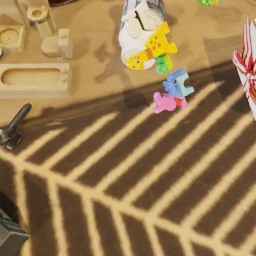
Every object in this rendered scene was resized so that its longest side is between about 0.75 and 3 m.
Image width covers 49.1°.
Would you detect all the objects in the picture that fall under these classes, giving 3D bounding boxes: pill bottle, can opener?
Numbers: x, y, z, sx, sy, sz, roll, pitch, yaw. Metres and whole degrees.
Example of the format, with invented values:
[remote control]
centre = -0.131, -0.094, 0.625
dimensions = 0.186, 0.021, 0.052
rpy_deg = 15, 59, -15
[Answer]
[pill bottle]
centre = 0.421, -3.003, 8.639
dimensions = 1.341, 1.341, 2.243
rpy_deg = 7, 66, 3
[can opener]
centre = -3.176, -0.101, 7.892
dimensions = 0.459, 0.570, 1.450
rpy_deg = -4, 54, 42

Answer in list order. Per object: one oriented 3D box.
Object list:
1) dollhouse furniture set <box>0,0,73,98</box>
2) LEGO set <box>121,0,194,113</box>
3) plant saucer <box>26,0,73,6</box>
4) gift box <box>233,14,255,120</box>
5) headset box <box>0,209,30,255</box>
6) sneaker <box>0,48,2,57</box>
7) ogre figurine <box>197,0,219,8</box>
[dollhouse furniture set]
centre = -3.077, -2.654, 7.944
dimensions = 2.701, 2.314, 2.840
rpy_deg = -1, 66, 0
[LEGO set]
centre = 0.461, -1.222, 5.511
dimensions = 0.970, 0.901, 2.363
rpy_deg = -28, 105, -7
[plant saucer]
centre = -2.313, -4.467, 8.922
dimensions = 2.461, 2.461, 0.395
rpy_deg = -15, 93, -7
[gift box]
centre = 4.205, -1.760, 7.386
dimensions = 2.356, 2.523, 2.328
rpy_deg = -11, 61, 5
[headset box]
centre = -3.998, 2.546, 6.152
dimensions = 2.770, 1.285, 2.412
rpy_deg = 35, 69, 14
[sneaker]
centre = -4.537, -2.102, 8.617
dimensions = 0.515, 0.524, 1.360
rpy_deg = 39, 86, 15
[ogre figurine]
centre = 1.753, -3.574, 6.542
dimensions = 1.340, 2.236, 1.097
rpy_deg = 27, 89, 8
